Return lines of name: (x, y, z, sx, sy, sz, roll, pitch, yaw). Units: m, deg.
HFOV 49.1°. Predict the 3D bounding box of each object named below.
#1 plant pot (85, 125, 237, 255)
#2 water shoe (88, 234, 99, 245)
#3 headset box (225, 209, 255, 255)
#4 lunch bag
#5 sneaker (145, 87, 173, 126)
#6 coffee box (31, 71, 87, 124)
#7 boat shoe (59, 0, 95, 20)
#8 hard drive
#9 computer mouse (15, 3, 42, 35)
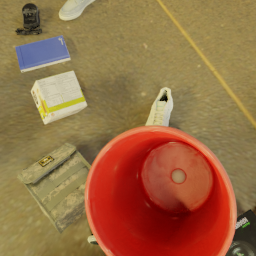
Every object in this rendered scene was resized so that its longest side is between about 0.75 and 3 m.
plant pot: (0.785, 1.173, 5.468, 2.559, 2.264, 2.559, 1, 94, 20)
water shoe: (-0.280, 2.213, 6.293, 1.330, 0.476, 0.525, -10, 56, -16)
headset box: (2.329, 2.897, 5.645, 1.582, 0.843, 1.817, -25, 63, -13)
lunch bag: (-1.557, 1.224, 6.504, 1.424, 1.021, 1.736, -36, 62, -24)
sneaker: (0.805, -0.296, 7.507, 0.650, 0.741, 1.848, 9, 60, 11)
coffee box: (-1.828, -0.787, 7.338, 1.013, 1.012, 1.002, -23, 93, -27)
boat shoe: (-1.790, -4.673, 10.048, 0.698, 0.713, 2.001, 30, 65, 16)
hard drive: (-2.756, -2.418, 9.054, 1.574, 0.200, 1.038, -17, 62, -10)
computer mouse: (-3.412, -3.734, 9.766, 0.916, 0.349, 1.323, -4, 71, -2)
